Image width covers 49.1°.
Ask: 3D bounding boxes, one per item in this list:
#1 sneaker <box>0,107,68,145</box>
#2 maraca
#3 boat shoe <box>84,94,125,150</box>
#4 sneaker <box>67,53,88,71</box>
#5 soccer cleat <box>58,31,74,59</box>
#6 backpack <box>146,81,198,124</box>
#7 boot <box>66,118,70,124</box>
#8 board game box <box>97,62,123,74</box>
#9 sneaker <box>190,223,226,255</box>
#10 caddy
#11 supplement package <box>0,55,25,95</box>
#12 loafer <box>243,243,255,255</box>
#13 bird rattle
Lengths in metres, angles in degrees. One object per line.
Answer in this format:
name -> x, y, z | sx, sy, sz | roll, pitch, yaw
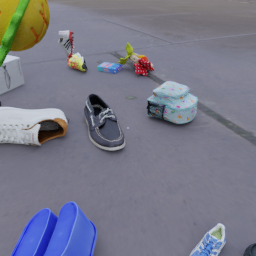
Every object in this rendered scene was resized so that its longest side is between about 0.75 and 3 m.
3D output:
sneaker -> -3.083, 0.006, 7.899 | 2.756, 1.004, 1.167 | -10, 30, -18
maraca -> -2.766, -2.633, 6.995 | 1.424, 1.826, 2.663 | 21, 43, -22
boat shoe -> -0.802, -0.251, 8.515 | 0.949, 0.819, 2.612 | -11, 33, -18
sneaker -> -2.489, -3.098, 13.548 | 0.796, 0.689, 1.763 | -21, 32, -13
soccer cleat -> -1.991, -2.681, 9.023 | 0.483, 1.134, 0.389 | 4, 63, -8
backpack -> 1.522, -0.822, 9.177 | 1.491, 1.143, 1.310 | 28, 42, 27
boot -> -2.387, -0.235, 9.093 | 0.781, 0.251, 0.728 | 24, 40, 27
board game box -> -0.864, -2.917, 13.545 | 1.004, 0.226, 0.764 | 13, 33, 20
sneaker -> 1.395, 2.120, 4.943 | 0.429, 0.436, 1.132 | 23, 39, 30
caddy -> -1.168, 2.058, 4.661 | 1.176, 0.873, 1.664 | -17, 27, 15
supplement package -> -5.404, -2.076, 11.187 | 1.212, 1.208, 2.067 | 15, 35, 23
loafer -> 2.942, 2.355, 4.181 | 2.298, 0.807, 0.780 | 21, 37, 31
bird rattle -> 0.601, -3.208, 13.282 | 1.967, 1.108, 1.603 | 34, 23, 29
